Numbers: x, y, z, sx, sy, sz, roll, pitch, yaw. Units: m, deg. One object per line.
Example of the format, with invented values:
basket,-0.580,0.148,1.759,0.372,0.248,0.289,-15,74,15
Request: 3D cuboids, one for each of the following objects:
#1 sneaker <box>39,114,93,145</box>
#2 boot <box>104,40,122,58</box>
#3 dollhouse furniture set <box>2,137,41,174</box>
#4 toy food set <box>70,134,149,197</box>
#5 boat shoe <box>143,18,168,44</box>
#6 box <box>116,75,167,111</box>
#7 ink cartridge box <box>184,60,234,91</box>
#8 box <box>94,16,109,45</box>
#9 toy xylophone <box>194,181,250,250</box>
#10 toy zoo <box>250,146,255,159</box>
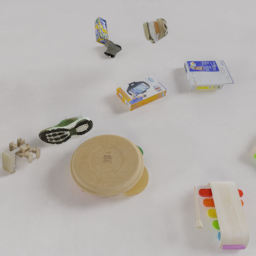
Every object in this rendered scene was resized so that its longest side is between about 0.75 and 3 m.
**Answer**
sneaker,-2.316,-0.016,10.302,1.960,0.754,0.869,-17,38,-21
boot,-0.948,-3.900,13.790,1.166,0.395,0.762,28,60,24
dollhouse furniture set,-3.698,0.977,9.536,0.966,0.684,1.052,26,33,20
toy food set,-0.648,1.172,9.220,2.506,0.610,2.480,-9,50,-8
boat shoe,1.232,-3.949,11.374,0.819,0.894,2.393,-10,17,16
box,0.648,-1.536,11.714,1.976,0.410,1.176,-26,54,-18
ink cartridge box,3.534,-2.371,12.449,1.787,0.420,1.766,0,48,-2
box,-1.047,-3.817,10.983,0.387,0.356,1.106,14,55,-35
toy xylophone,2.691,2.391,8.206,1.578,0.542,2.155,6,49,5
toy zoo,5.839,1.079,9.516,2.737,0.280,1.796,34,57,26
